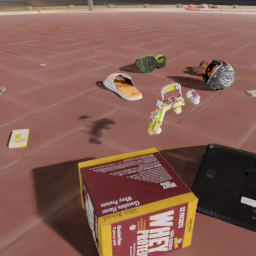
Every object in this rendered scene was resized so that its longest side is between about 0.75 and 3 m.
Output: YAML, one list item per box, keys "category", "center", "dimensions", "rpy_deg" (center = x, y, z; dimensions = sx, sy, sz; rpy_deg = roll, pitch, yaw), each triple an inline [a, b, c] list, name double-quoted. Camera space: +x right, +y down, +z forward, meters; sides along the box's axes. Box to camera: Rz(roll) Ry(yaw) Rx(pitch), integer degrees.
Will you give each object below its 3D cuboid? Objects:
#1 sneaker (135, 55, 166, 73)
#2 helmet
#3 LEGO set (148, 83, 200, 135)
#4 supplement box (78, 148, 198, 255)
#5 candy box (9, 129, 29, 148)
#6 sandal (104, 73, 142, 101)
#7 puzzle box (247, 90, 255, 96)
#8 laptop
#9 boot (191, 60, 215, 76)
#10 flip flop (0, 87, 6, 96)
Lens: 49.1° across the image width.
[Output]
- category: "sneaker"
  center: [1.181, -3.779, 16.363]
  dimensions: [1.050, 0.962, 2.466]
  rpy_deg: [14, 22, 38]
- category: "helmet"
  center: [4.313, -2.481, 13.268]
  dimensions: [1.460, 1.460, 1.392]
  rpy_deg: [-9, 42, -17]
- category: "LEGO set"
  center: [1.047, -0.628, 7.564]
  dimensions: [1.812, 0.675, 0.834]
  rpy_deg: [-34, 44, -19]
- category: "supplement box"
  center: [0.098, 1.571, 5.868]
  dimensions: [1.871, 1.260, 1.897]
  rpy_deg: [-10, 30, -18]
- category: "candy box"
  center: [-3.626, 0.337, 9.347]
  dimensions: [0.522, 0.135, 1.022]
  rpy_deg: [-3, 29, -12]
- category: "sandal"
  center: [-0.188, -2.127, 13.195]
  dimensions: [1.093, 0.818, 2.854]
  rpy_deg: [-15, 32, -26]
- category: "puzzle box"
  center: [6.026, -1.632, 13.045]
  dimensions: [0.752, 0.096, 0.500]
  rpy_deg: [-5, 28, -9]
- category: "laptop"
  center: [3.201, 1.447, 7.279]
  dimensions: [2.573, 1.499, 2.903]
  rpy_deg: [13, 57, 25]
- category: "boot"
  center: [4.627, -3.229, 15.524]
  dimensions: [1.674, 0.573, 1.576]
  rpy_deg: [24, 36, 36]
- category: "flip flop"
  center: [-6.019, -1.735, 13.000]
  dimensions: [0.450, 0.319, 1.109]
  rpy_deg: [0, 28, 1]
